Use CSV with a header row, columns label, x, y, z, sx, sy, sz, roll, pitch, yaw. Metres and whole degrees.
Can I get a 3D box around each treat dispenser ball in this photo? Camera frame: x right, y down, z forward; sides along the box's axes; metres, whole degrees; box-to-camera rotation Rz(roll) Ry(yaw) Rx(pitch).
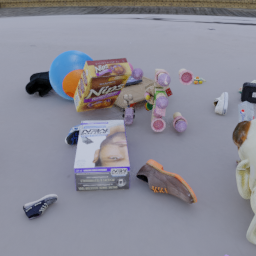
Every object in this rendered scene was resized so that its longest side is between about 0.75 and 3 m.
label,x,y,z,sx,sy,sz,roll,pitch,yaw
treat dispenser ball,-2.524,-2.468,13.204,2.303,2.303,2.303,0,28,0

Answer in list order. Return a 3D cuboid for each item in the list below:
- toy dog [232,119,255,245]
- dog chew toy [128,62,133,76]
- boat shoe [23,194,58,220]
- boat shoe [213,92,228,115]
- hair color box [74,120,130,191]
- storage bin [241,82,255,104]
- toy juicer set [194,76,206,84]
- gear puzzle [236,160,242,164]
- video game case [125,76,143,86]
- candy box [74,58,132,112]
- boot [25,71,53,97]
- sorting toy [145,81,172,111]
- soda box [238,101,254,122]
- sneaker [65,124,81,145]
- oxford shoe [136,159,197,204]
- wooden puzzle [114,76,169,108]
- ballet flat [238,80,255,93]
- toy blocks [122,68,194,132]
label,x,y,z,sx,sy,sz,roll,pitch,yaw
toy dog,3.446,0.883,6.626,1.993,2.770,2.857,-9,32,10
dog chew toy,-0.147,-3.204,16.111,0.941,0.941,1.512,0,35,0
boat shoe,-2.140,1.988,7.002,0.870,0.325,0.403,-20,41,-20
boat shoe,4.122,-1.142,12.545,0.604,0.613,1.730,11,36,14
hair color box,-0.780,0.721,8.717,1.521,0.902,2.783,-2,30,-4
storage bin,5.999,-1.631,13.164,1.216,0.822,0.570,9,29,16
toy juicer set,4.007,-2.729,15.777,1.107,0.301,0.704,-17,32,-29
gear puzzle,3.643,1.281,8.502,0.465,0.118,0.898,0,31,-4
video game case,-0.191,-2.486,14.382,1.167,0.155,1.633,-17,30,-28
candy box,-1.112,-1.637,11.168,1.621,2.779,0.785,-11,70,-24
boot,-3.889,-2.423,14.426,2.569,0.981,2.159,-13,26,-9
sorting toy,1.187,-1.521,12.168,0.339,0.966,2.004,-18,14,48
soda box,3.455,-0.278,8.158,0.329,0.306,0.965,21,61,-24
sneaker,-1.915,0.248,10.141,0.497,0.489,1.291,-6,21,25
oxford shoe,0.997,1.565,7.535,0.709,0.694,1.946,-36,35,-21
wooden puzzle,0.221,-1.706,13.606,2.720,0.630,2.519,-24,35,-29
ballet flat,6.680,-2.125,14.265,2.039,0.652,0.771,1,18,1
toy blocks,1.051,-0.972,10.270,2.533,2.367,2.132,4,22,1
